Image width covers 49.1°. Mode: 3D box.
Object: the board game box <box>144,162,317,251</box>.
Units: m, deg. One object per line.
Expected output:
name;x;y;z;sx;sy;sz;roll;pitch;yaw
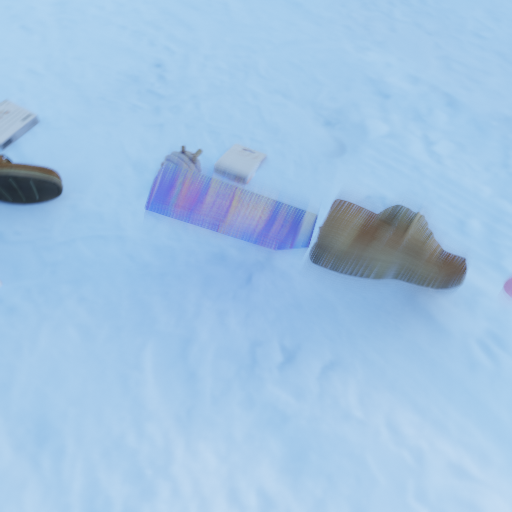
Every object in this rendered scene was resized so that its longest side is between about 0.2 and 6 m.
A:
board game box;-0.471;-0.720;9.132;2.482;1.669;0.556;18;84;-15

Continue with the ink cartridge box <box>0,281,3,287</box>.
ink cartridge box;-5.173;0.359;10.138;0.920;0.388;0.666;38;63;23

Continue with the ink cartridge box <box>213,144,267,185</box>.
ink cartridge box;-0.339;-1.969;11.922;0.804;0.248;0.991;22;43;15

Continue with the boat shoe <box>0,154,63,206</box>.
boat shoe;-5.206;-1.638;11.149;2.784;1.002;0.947;0;56;0

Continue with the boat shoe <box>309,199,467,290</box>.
boat shoe;2.316;-0.193;8.950;3.260;1.204;1.233;8;6;-39

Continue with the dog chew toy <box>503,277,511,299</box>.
dog chew toy;4.015;0.488;8.658;0.384;0.617;0.384;0;93;5

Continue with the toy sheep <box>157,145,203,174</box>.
toy sheep;-1.528;-1.742;11.314;0.884;0.884;1.281;40;70;24

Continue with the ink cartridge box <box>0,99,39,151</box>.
ink cartridge box;-5.623;-2.934;12.512;0.986;0.247;1.136;28;60;19
